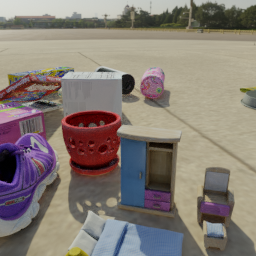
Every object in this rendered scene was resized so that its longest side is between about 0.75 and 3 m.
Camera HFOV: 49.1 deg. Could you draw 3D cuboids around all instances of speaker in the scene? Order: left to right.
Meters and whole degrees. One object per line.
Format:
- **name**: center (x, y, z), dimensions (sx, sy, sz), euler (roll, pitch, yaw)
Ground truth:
- **speaker**: center (-0.676, -2.225, 12.976), dimensions (0.968, 0.968, 2.383), euler (-13, 25, -29)

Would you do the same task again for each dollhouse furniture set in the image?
- **dollhouse furniture set**: center (0.431, 1.090, 3.771), dimensions (2.101, 1.452, 2.225), euler (5, 22, 14)

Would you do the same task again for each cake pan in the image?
- **cake pan**: center (5.490, -1.087, 10.835), dimensions (2.107, 0.386, 2.107), euler (0, 21, 0)

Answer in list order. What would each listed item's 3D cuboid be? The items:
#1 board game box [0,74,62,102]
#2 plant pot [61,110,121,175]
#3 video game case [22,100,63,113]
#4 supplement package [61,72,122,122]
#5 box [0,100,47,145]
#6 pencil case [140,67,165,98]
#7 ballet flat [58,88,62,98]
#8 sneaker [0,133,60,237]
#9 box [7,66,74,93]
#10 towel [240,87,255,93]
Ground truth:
- **board game box**: center (-3.164, -1.305, 9.441), dimensions (1.449, 0.274, 2.816), euler (-29, 3, 12)
- **plant pot**: center (-0.778, 0.313, 6.159), dimensions (1.275, 1.161, 1.275), euler (1, 22, 0)
- **video game case**: center (-3.185, -0.826, 10.489), dimensions (1.160, 0.135, 1.054), euler (13, 22, 31)
- **supplement package**: center (-1.131, -1.078, 9.358), dimensions (1.854, 1.407, 1.397), euler (0, 20, -1)
- **box**: center (-3.379, -0.014, 7.372), dimensions (1.837, 0.888, 1.616), euler (17, 27, 38)
- **pencil case**: center (1.135, -2.091, 12.491), dimensions (1.069, 1.069, 2.445), euler (3, 22, 9)
- **ballet flat**: center (-1.985, -1.754, 12.095), dimensions (0.719, 0.778, 2.307), euler (7, 20, 44)
- **sneaker**: center (-1.970, 0.665, 5.159), dimensions (1.141, 1.181, 2.830), euler (-7, 21, -5)
- **box**: center (-3.770, -2.092, 12.545), dimensions (0.919, 1.002, 2.859), euler (18, 28, 39)
- **towel**: center (6.498, -1.866, 13.048), dimensions (2.615, 0.236, 1.125), euler (-12, 25, -29)
